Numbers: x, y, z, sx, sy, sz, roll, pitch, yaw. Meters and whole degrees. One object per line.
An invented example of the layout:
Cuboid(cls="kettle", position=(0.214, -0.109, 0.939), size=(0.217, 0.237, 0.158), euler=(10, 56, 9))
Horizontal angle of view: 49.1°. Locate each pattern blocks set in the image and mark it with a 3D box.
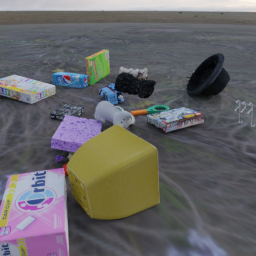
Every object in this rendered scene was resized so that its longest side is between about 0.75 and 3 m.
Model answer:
Cuboid(cls="pattern blocks set", position=(-0.991, 0.701, 6.898), size=(1.542, 0.125, 1.355), euler=(-9, 26, -19))

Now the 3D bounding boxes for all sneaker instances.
Cuboid(cls="sneaker", position=(-0.277, -0.370, 8.891), size=(0.453, 0.440, 1.136), euler=(-29, 37, -32))

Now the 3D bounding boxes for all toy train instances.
Cuboid(cls="toy train", position=(-0.660, -1.303, 10.739), size=(0.746, 0.566, 1.305), euler=(-16, 29, -18))

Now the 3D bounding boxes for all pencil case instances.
Cuboid(cls="pencil case", position=(0.238, -2.657, 13.605), size=(1.437, 0.559, 0.643), euler=(6, 30, 14))

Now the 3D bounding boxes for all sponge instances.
Cuboid(cls="sponge", position=(-1.291, 0.134, 7.483), size=(1.119, 0.299, 2.007), euler=(10, 17, -6))

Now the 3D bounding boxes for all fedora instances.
Cuboid(cls="fedora", position=(3.330, -1.929, 11.231), size=(0.998, 2.184, 2.184), euler=(33, 22, -12))

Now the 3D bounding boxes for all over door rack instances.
Cuboid(cls="over door rack", position=(3.522, -0.420, 8.475), size=(0.254, 0.764, 0.564), euler=(-20, 20, -17))

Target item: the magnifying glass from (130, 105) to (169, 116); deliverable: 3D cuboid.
Cuboid(cls="magnifying glass", position=(0.765, -0.599, 9.675), size=(1.439, 0.161, 0.573), euler=(-11, 27, -21))

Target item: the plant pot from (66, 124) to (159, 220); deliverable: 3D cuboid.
Cuboid(cls="plant pot", position=(-0.345, 0.906, 5.207), size=(1.337, 1.298, 1.307), euler=(-23, 33, -29))

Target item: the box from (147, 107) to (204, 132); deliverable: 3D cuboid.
Cuboid(cls="box", position=(1.478, -0.285, 8.736), size=(1.475, 0.294, 1.010), euler=(-13, 22, -25))

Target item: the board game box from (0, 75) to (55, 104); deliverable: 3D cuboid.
Cuboid(cls="board game box", position=(-4.251, -1.597, 11.265), size=(2.155, 0.369, 1.449), euler=(16, 28, 18))

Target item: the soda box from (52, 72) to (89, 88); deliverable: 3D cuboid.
Cuboid(cls="soda box", position=(-2.592, -2.170, 12.629), size=(1.577, 0.506, 0.535), euler=(10, 27, 22))

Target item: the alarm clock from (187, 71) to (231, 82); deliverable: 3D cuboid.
Cuboid(cls="alarm clock", position=(3.652, -2.187, 12.557), size=(1.810, 0.602, 1.221), euler=(10, 26, 25))

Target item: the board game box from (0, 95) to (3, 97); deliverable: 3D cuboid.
Cuboid(cls="board game box", position=(-5.543, -1.302, 11.113), size=(0.801, 0.204, 1.184), euler=(7, 26, 14))

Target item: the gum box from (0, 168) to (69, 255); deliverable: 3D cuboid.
Cuboid(cls="gum box", position=(-1.578, 1.410, 4.811), size=(1.021, 0.595, 1.799), euler=(-5, 25, -11))

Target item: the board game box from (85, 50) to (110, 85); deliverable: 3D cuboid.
Cuboid(cls="board game box", position=(-1.445, -2.944, 13.455), size=(0.378, 1.205, 2.523), euler=(4, 25, 13))

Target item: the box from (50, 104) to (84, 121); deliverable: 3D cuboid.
Cuboid(cls="box", position=(-2.026, -0.518, 9.425), size=(0.759, 0.206, 0.947), euler=(9, 26, 18))

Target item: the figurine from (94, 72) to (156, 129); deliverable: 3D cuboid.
Cuboid(cls="figurine", position=(-0.077, -0.715, 7.803), size=(0.737, 1.711, 1.669), euler=(37, -3, -27))
